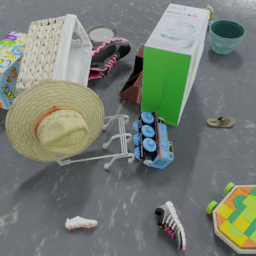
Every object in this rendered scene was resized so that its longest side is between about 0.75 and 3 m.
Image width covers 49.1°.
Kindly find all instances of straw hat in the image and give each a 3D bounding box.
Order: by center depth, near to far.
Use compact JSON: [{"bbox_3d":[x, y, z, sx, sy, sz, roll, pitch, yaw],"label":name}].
[{"bbox_3d":[-1.767,0.106,7.644,2.836,2.836,1.200,-21,37,-16],"label":"straw hat"}]

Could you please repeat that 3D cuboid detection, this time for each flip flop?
[{"bbox_3d":[3.201,-0.245,9.588,0.964,0.278,0.391,1,51,1],"label":"flip flop"}]

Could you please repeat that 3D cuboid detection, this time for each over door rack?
[{"bbox_3d":[-1.015,0.395,8.702,2.267,0.755,1.675,-1,51,-8],"label":"over door rack"}]

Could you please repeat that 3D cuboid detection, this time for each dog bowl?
[{"bbox_3d":[-1.186,-4.056,12.607,1.517,0.445,1.517,0,51,0],"label":"dog bowl"}]

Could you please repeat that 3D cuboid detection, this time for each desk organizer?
[{"bbox_3d":[0.540,-2.090,10.641,0.942,0.878,2.447,21,53,9],"label":"desk organizer"}]

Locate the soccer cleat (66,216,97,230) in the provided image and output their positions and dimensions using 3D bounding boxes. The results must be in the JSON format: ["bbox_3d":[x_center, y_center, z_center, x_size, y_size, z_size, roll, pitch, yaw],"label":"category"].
[{"bbox_3d":[-1.228,2.471,7.372,0.834,0.289,0.324,-5,48,-1],"label":"soccer cleat"}]

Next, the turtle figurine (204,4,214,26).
[{"bbox_3d":[3.608,-5.451,13.429,1.344,0.967,1.303,3,47,-2],"label":"turtle figurine"}]

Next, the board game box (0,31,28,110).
[{"bbox_3d":[-4.417,-2.217,10.461,1.388,1.413,2.695,17,52,14],"label":"board game box"}]

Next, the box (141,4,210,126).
[{"bbox_3d":[1.561,-2.062,9.337,1.433,2.964,2.616,16,53,13],"label":"box"}]

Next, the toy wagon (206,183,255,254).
[{"bbox_3d":[3.242,2.142,7.307,2.216,0.438,1.719,-40,55,-18],"label":"toy wagon"}]

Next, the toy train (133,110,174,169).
[{"bbox_3d":[0.762,0.317,8.582,1.071,0.813,1.875,16,50,-22],"label":"toy train"}]

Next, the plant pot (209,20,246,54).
[{"bbox_3d":[4.156,-3.818,12.063,1.470,0.985,1.470,0,50,0],"label":"plant pot"}]

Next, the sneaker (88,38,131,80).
[{"bbox_3d":[-0.976,-2.549,11.094,2.792,1.103,1.332,-28,62,-12],"label":"sneaker"}]

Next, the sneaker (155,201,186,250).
[{"bbox_3d":[1.056,2.536,7.197,0.571,0.481,1.305,-13,48,-9],"label":"sneaker"}]

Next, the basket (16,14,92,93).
[{"bbox_3d":[-2.442,-2.120,9.567,1.722,1.892,2.791,2,73,12],"label":"basket"}]
